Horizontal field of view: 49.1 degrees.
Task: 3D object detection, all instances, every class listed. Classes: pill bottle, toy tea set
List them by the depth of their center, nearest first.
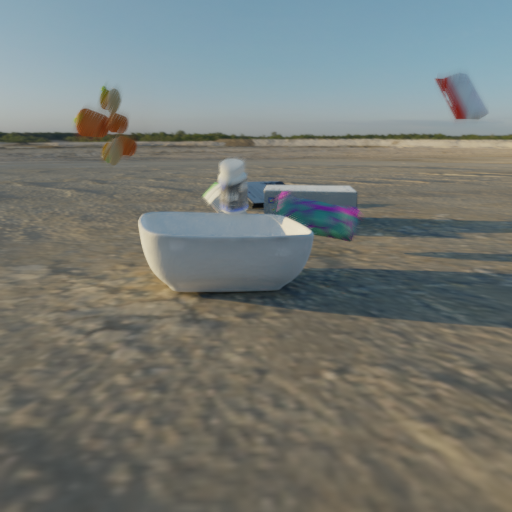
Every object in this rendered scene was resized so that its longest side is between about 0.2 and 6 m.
[{"bbox_3d":[-0.366,-1.094,8.847,0.449,0.788,0.449,-2,33,1],"label":"pill bottle"},{"bbox_3d":[-2.730,-2.232,10.061,0.603,0.968,1.628,14,-29,14],"label":"toy tea set"}]

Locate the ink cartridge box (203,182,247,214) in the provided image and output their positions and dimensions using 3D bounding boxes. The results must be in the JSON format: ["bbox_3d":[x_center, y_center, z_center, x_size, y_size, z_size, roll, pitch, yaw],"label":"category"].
[{"bbox_3d":[-0.711,-1.168,12.848,0.485,0.842,1.153,-43,20,1],"label":"ink cartridge box"}]

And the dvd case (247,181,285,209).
[{"bbox_3d":[0.332,-1.857,16.828,1.846,0.228,1.388,-7,35,-30],"label":"dvd case"}]

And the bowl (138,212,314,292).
[{"bbox_3d":[-0.483,-0.078,7.916,2.309,0.863,2.312,-1,10,-12],"label":"bowl"}]

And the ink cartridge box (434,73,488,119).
[{"bbox_3d":[3.372,-2.613,9.162,0.275,0.782,0.962,-31,-11,37],"label":"ink cartridge box"}]

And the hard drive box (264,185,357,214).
[{"bbox_3d":[1.286,-1.255,13.632,2.166,0.832,1.688,1,12,4],"label":"hard drive box"}]

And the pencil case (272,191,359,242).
[{"bbox_3d":[1.073,-0.720,10.074,1.489,0.688,0.634,13,50,12],"label":"pencil case"}]
